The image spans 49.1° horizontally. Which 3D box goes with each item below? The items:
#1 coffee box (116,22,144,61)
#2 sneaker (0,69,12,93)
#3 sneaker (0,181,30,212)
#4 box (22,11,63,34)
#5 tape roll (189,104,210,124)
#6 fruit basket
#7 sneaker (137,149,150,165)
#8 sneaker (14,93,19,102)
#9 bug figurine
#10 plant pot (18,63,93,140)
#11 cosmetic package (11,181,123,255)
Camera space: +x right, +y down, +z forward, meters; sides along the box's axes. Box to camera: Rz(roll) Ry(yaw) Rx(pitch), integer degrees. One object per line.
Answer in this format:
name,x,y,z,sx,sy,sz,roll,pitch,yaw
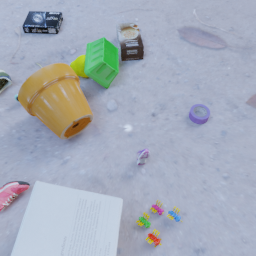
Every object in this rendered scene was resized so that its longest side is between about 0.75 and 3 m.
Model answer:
coffee box,0.082,-4.161,13.420,1.098,0.766,1.921,-7,55,-5
sneaker,-5.853,-1.659,11.633,0.979,0.731,2.180,35,58,28
sneaker,-3.959,2.277,9.007,1.729,0.637,0.750,-20,67,-6
box,-4.419,-5.515,14.626,1.783,0.388,1.428,3,54,2
tape roll,2.833,-0.557,11.110,0.784,0.333,0.784,0,55,0
fruit basket,-1.490,-2.723,12.255,2.164,1.561,2.164,-28,47,35
sneaker,0.482,0.917,9.636,0.384,0.955,0.422,-4,59,-15
sneaker,-4.151,-1.737,11.834,1.613,0.627,1.128,-26,57,-29
bug figurine,0.940,2.888,8.631,1.392,0.358,1.079,-40,58,-20
plant pot,-2.437,-0.822,10.298,2.300,2.300,2.106,-34,76,-22
cosmetic package,-1.549,2.839,7.410,2.334,1.954,1.942,14,55,-8
